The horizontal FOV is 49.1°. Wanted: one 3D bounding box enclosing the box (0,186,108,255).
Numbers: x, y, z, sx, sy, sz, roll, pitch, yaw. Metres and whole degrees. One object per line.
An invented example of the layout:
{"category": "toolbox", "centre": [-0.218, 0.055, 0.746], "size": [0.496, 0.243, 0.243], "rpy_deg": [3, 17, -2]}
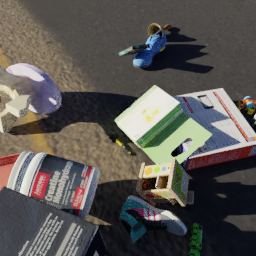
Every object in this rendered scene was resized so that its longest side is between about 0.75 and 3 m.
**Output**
{"category": "box", "centre": [-1.900, 2.802, 6.508], "size": [2.426, 2.386, 1.424], "rpy_deg": [17, 57, 15]}

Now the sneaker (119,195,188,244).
{"category": "sneaker", "centre": [0.546, 2.711, 7.689], "size": [1.925, 0.805, 1.162], "rpy_deg": [19, 46, 26]}

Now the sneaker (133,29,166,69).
{"category": "sneaker", "centre": [1.032, -3.846, 13.415], "size": [0.857, 1.019, 2.600], "rpy_deg": [26, 55, 20]}

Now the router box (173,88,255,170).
{"category": "router box", "centre": [2.857, -0.100, 10.256], "size": [2.637, 0.718, 2.939], "rpy_deg": [-10, 49, -9]}

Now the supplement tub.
{"category": "supplement tub", "centre": [-2.012, 1.593, 7.845], "size": [2.209, 1.550, 1.550], "rpy_deg": [16, 49, -4]}

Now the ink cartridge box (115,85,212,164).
{"category": "ink cartridge box", "centre": [1.107, -0.054, 9.591], "size": [2.051, 0.676, 2.818], "rpy_deg": [-41, 47, -5]}

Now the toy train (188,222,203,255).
{"category": "toy train", "centre": [1.876, 3.162, 7.713], "size": [0.321, 0.237, 1.137], "rpy_deg": [18, 50, 3]}

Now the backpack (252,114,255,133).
{"category": "backpack", "centre": [5.540, -0.283, 9.801], "size": [1.915, 1.683, 1.468], "rpy_deg": [0, 52, -6]}

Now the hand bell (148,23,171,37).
{"category": "hand bell", "centre": [1.861, -5.314, 15.045], "size": [0.853, 0.853, 1.638], "rpy_deg": [30, 42, 24]}

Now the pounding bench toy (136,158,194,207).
{"category": "pounding bench toy", "centre": [1.131, 1.841, 8.438], "size": [1.257, 1.612, 1.001], "rpy_deg": [-14, 42, 32]}

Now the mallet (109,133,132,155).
{"category": "mallet", "centre": [-0.290, 0.623, 9.995], "size": [0.355, 0.222, 1.077], "rpy_deg": [-27, 57, -22]}

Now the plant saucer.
{"category": "plant saucer", "centre": [-4.239, 1.796, 8.841], "size": [1.863, 0.342, 1.859], "rpy_deg": [-12, 50, -10]}

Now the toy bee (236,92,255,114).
{"category": "toy bee", "centre": [4.643, -0.947, 11.155], "size": [1.312, 0.713, 0.859], "rpy_deg": [32, 43, -5]}

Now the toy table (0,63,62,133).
{"category": "toy table", "centre": [-4.079, -1.251, 10.241], "size": [2.873, 2.641, 1.682], "rpy_deg": [13, 31, 33]}

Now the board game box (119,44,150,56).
{"category": "board game box", "centre": [0.266, -3.534, 12.717], "size": [0.911, 0.190, 1.346], "rpy_deg": [-17, 8, -27]}
